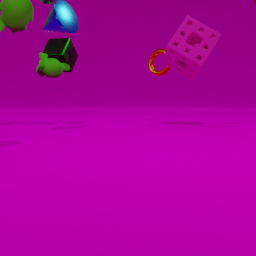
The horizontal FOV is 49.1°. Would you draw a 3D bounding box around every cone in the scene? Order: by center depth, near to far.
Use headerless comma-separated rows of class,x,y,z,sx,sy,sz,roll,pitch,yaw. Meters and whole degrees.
cone,-2.018,-2.882,7.694,0.935,0.932,0.932,-15,-3,28

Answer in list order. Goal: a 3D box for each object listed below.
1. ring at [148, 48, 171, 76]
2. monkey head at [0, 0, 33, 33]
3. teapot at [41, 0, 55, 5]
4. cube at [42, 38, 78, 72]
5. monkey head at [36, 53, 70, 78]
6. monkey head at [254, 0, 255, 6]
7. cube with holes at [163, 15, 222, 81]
ring,1.434,-2.930,12.463,1.224,1.224,0.245,3,0,36
monkey head,-3.585,-3.661,8.667,1.246,1.732,1.044,36,-3,0
teapot,-2.335,-4.168,8.208,0.720,0.914,1.470,37,-24,-19
cube,-2.554,-2.737,10.562,0.911,0.911,0.911,3,-31,17
monkey head,-2.121,-1.732,7.611,0.631,0.754,1.048,-12,-2,35
monkey head,3.926,-4.233,8.540,1.151,0.694,0.828,-3,-30,41
cube with holes,2.182,-2.737,9.792,1.323,1.323,1.323,32,-10,7
